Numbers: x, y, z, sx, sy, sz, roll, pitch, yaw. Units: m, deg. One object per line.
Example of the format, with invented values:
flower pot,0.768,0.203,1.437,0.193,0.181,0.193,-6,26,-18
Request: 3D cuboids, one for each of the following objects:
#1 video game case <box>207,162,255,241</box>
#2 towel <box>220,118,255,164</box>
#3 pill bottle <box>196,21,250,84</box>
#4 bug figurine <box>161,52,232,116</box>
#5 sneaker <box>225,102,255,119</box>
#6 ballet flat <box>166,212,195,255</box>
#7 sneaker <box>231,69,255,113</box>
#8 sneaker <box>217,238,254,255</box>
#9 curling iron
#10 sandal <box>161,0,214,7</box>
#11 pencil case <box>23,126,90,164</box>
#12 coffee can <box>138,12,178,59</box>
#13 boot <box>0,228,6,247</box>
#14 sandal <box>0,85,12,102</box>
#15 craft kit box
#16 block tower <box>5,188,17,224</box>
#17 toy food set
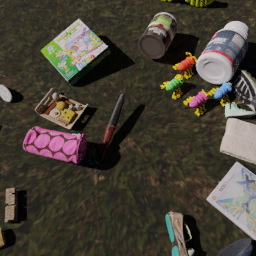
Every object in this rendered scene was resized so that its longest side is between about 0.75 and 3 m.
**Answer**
video game case,3.989,2.397,9.368,2.011,0.221,1.833,39,68,19
towel,4.631,0.605,10.266,2.278,0.393,1.509,20,62,11
pill bottle,4.073,-3.218,11.713,1.542,1.542,2.579,28,64,15
bug figurine,2.767,-1.786,11.393,2.200,0.730,2.837,-41,69,-20
sneaker,4.377,-0.739,10.968,1.128,0.415,0.666,-1,68,3
ballet flat,1.644,3.543,8.515,0.673,0.681,2.000,0,62,-10
sneaker,5.244,-1.298,11.108,1.134,1.036,2.803,-20,65,-27
sneaker,2.914,4.298,8.108,2.430,0.853,0.997,-36,85,-16
curling iron,-0.674,0.007,10.253,0.374,0.725,2.924,15,68,28
sandal,2.993,-6.987,14.081,2.920,1.160,1.271,16,58,7
pencil case,-2.536,0.541,9.831,2.219,1.007,1.039,9,99,13
coffee can,1.333,-4.011,12.177,1.230,1.230,1.680,22,58,11
boot,-4.509,3.401,8.753,1.144,0.378,1.002,-21,76,-10
sandal,-5.089,-1.522,11.473,1.244,0.506,0.306,36,26,18
craft kit box,-2.261,-3.293,12.052,2.239,0.543,2.211,-42,65,-4
block tower,-3.845,2.557,9.243,0.313,0.292,1.083,-8,62,-3
toy food set,-2.586,-0.794,10.966,1.690,0.511,1.213,25,64,13
